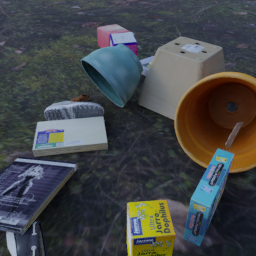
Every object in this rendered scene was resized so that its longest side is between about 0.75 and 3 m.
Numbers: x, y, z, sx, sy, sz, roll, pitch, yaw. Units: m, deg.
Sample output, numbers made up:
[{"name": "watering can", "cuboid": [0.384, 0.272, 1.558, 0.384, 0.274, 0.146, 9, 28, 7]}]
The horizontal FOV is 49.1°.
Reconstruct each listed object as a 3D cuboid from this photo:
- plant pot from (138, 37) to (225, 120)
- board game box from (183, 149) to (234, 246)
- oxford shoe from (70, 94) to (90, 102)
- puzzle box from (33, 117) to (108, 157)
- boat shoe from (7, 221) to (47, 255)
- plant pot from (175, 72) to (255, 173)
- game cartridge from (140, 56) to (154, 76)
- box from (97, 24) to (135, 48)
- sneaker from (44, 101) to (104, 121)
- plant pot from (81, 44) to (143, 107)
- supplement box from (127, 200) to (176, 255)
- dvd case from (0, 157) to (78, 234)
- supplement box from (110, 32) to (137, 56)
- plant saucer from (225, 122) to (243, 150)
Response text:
[{"name": "plant pot", "cuboid": [2.254, -2.018, 10.955, 2.689, 2.380, 2.685, 26, 43, 30]}, {"name": "board game box", "cuboid": [1.971, 1.630, 6.781, 0.446, 1.436, 1.902, 19, 40, 24]}, {"name": "oxford shoe", "cuboid": [-2.029, -1.251, 11.742, 0.835, 0.298, 0.298, -15, 40, -17]}, {"name": "puzzle box", "cuboid": [-1.963, 0.243, 9.653, 2.411, 0.307, 1.604, -5, 37, -7]}, {"name": "boat shoe", "cuboid": [-1.809, 2.877, 5.562, 0.763, 0.934, 2.529, -21, 32, -19]}, {"name": "plant pot", "cuboid": [3.188, -0.417, 8.792, 2.834, 2.834, 2.595, 16, 23, 21]}, {"name": "game cartridge", "cuboid": [1.470, -2.954, 13.997, 1.546, 0.475, 2.323, -30, 45, -29]}, {"name": "box", "cuboid": [-0.721, -5.114, 16.303, 1.380, 1.176, 2.158, -19, 40, -24]}, {"name": "sneaker", "cuboid": [-2.001, -0.768, 10.611, 2.218, 0.829, 0.909, 1, 36, 2]}, {"name": "plant pot", "cuboid": [-0.434, -2.205, 10.860, 1.596, 2.382, 2.382, -43, 48, -9]}, {"name": "supplement box", "cuboid": [0.424, 2.308, 5.773, 0.830, 1.515, 0.825, -4, 37, -5]}, {"name": "dvd case", "cuboid": [-2.796, 1.576, 7.325, 2.034, 0.218, 2.735, 3, 25, 16]}, {"name": "supplement box", "cuboid": [-0.177, -3.025, 12.446, 1.067, 2.066, 1.045, -7, 42, -7]}, {"name": "plant saucer", "cuboid": [2.800, 0.190, 7.442, 0.144, 0.838, 0.838, 28, 44, 20]}]
